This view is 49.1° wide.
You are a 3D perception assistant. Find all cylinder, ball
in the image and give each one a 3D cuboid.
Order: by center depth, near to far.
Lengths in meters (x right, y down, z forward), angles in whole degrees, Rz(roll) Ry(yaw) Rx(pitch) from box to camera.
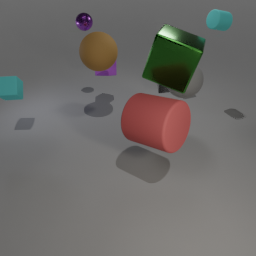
[{"bbox_3d":[0.763,-0.166,7.617,1.400,1.400,1.400,16,35,37],"label":"cylinder"},{"bbox_3d":[-1.072,-2.777,10.206,1.400,1.400,1.400,0,32,0],"label":"ball"},{"bbox_3d":[2.093,-1.810,10.433,1.400,1.400,1.400,0,32,0],"label":"ball"},{"bbox_3d":[3.482,-4.101,10.674,0.700,0.700,0.700,-4,30,-30],"label":"cylinder"},{"bbox_3d":[-1.785,-4.323,11.406,0.700,0.700,0.700,0,32,0],"label":"ball"}]

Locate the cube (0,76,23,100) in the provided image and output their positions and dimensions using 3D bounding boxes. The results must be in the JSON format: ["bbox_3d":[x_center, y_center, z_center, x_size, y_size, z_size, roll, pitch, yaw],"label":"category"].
[{"bbox_3d":[-4.255,-1.428,10.128,0.700,0.700,0.700,-4,-7,-2],"label":"cube"}]

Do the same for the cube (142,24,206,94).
[{"bbox_3d":[1.415,-2.146,8.588,1.400,1.400,1.400,22,35,4],"label":"cube"}]

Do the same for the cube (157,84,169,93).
[{"bbox_3d":[1.566,-1.940,11.568,0.700,0.700,0.700,-6,63,2],"label":"cube"}]

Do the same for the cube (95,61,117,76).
[{"bbox_3d":[-0.979,-2.669,12.347,0.700,0.700,0.700,7,15,29],"label":"cube"}]
